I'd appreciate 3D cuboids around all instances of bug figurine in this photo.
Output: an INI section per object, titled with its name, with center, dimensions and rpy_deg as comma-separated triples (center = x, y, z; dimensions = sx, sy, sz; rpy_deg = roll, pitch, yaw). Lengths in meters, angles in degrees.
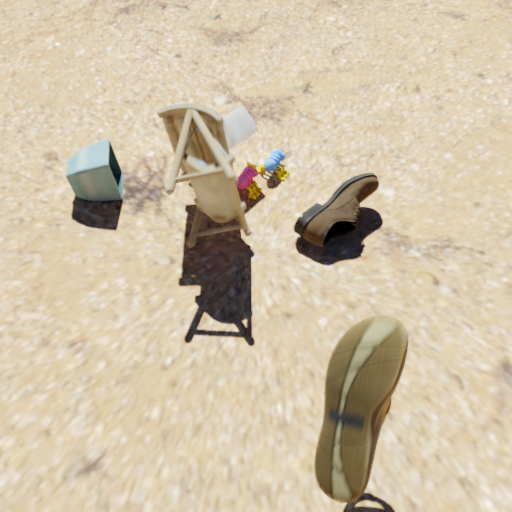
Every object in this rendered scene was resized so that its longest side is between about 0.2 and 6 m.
[bug figurine]
center = -0.453, -2.058, 12.318
dimensions = 2.230, 0.574, 1.730
rpy_deg = 17, 48, 15

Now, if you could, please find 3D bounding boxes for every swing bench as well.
[swing bench]
center = -0.949, -1.531, 10.451
dimensions = 1.261, 1.933, 1.944
rpy_deg = -11, 61, 2

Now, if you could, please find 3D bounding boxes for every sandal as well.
[sandal]
center = 1.360, 1.920, 7.195
dimensions = 0.958, 0.644, 2.385
rpy_deg = 11, 87, 36

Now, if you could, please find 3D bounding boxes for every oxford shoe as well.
[oxford shoe]
center = 1.796, -0.862, 11.116
dimensions = 2.125, 0.772, 0.897
rpy_deg = -40, 61, -18

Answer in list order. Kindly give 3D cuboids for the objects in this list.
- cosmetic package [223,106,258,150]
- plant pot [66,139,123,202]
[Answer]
[cosmetic package]
center = -0.492, -2.667, 11.868
dimensions = 0.737, 0.608, 0.608
rpy_deg = -39, 100, -35
[plant pot]
center = -3.432, -1.722, 11.801
dimensions = 0.987, 0.969, 0.966
rpy_deg = -13, 47, -1
